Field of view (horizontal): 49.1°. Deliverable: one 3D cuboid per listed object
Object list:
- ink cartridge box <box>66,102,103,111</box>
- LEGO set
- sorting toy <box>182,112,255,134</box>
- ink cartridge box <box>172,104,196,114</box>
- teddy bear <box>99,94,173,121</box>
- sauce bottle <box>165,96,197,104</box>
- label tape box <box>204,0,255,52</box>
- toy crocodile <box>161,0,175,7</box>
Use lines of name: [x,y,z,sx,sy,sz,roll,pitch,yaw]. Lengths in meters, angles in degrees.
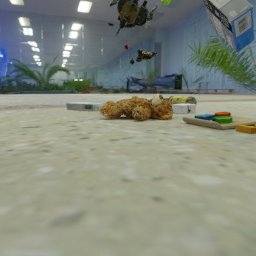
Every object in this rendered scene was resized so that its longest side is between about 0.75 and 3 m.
ink cartridge box: [-1.787,-1.008,12.923,1.590,0.346,1.380,5,11,32]
LEGO set: [0.209,-3.694,9.989,1.805,2.779,0.788,4,16,15]
sorting toy: [2.755,-0.200,7.392,1.699,0.305,2.280,-4,9,-23]
ink cartridge box: [2.217,-0.781,11.254,0.845,0.356,0.611,-6,10,-37]
teddy bear: [0.261,-0.705,9.220,2.435,0.813,1.766,4,11,25]
sauce bottle: [2.355,-1.236,13.573,0.635,0.635,1.963,-7,9,-40]
label tape box: [2.662,-3.341,7.946,0.680,2.058,1.475,-37,-30,11]
toy crocodile: [1.256,-3.911,7.776,0.391,1.159,0.358,29,-3,-32]
